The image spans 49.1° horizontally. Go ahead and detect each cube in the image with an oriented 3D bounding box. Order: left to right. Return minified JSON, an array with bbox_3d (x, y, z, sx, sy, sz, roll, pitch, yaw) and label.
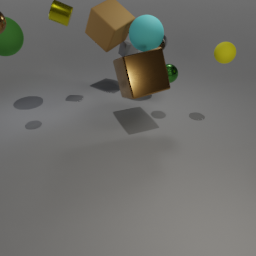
[{"bbox_3d":[-0.807,-4.484,12.217,1.400,1.400,1.400,44,58,5],"label":"cube"},{"bbox_3d":[0.032,-3.794,13.489,0.700,0.700,0.700,-5,35,-27],"label":"cube"},{"bbox_3d":[0.445,-1.873,9.735,1.400,1.400,1.400,-17,13,-13],"label":"cube"}]

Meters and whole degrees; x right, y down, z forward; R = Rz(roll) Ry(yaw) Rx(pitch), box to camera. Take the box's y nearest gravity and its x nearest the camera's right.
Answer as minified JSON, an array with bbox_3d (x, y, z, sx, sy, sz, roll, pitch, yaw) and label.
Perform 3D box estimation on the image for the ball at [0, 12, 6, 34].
[{"bbox_3d":[-3.634,-2.844,7.495,0.700,0.700,0.700,0,30,0],"label":"ball"}]

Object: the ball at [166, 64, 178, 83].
[{"bbox_3d":[1.490,-1.998,10.280,0.700,0.700,0.700,0,30,0],"label":"ball"}]

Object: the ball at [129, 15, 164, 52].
[{"bbox_3d":[0.733,-3.781,11.223,1.400,1.400,1.400,0,30,0],"label":"ball"}]

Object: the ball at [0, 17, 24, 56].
[{"bbox_3d":[-4.569,-3.355,10.275,1.400,1.400,1.400,0,30,0],"label":"ball"}]

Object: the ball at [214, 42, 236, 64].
[{"bbox_3d":[3.208,-2.489,9.265,0.700,0.700,0.700,0,30,0],"label":"ball"}]

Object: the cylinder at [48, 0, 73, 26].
[{"bbox_3d":[-2.396,-4.098,10.009,0.700,0.700,0.700,18,27,-14],"label":"cylinder"}]

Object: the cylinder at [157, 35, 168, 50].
[{"bbox_3d":[1.365,-3.769,12.419,0.700,0.700,0.700,7,28,12],"label":"cylinder"}]
